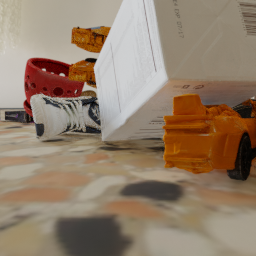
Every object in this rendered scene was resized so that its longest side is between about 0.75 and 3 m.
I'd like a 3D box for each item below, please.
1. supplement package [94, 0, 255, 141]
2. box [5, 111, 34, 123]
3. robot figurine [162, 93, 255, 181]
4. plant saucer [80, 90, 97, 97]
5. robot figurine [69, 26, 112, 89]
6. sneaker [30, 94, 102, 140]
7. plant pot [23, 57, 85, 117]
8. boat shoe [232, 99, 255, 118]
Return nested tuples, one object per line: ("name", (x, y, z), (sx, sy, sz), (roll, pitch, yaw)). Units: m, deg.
("supplement package", (0.574, -0.901, 4.502), (1.599, 1.660, 2.919), (-3, -13, -19))
("box", (-3.574, -0.527, 11.768), (1.785, 0.451, 2.496), (5, 8, 41))
("robot figurine", (1.766, 0.012, 3.266), (2.163, 0.869, 2.984), (1, 5, 35))
("plant saucer", (-2.937, -1.603, 18.521), (2.189, 0.388, 2.189), (-29, -23, -14))
("robot figurine", (-0.128, -1.554, 6.628), (2.443, 1.771, 0.711), (6, 30, -6))
("sneaker", (-1.149, -0.295, 6.171), (1.565, 0.960, 2.405), (-9, -4, -6))
("plant pot", (-2.806, -1.362, 10.324), (2.126, 1.936, 2.126), (19, 22, -8))
("boat shoe", (2.722, -0.100, 5.213), (2.297, 0.848, 0.693), (6, 0, -20))
